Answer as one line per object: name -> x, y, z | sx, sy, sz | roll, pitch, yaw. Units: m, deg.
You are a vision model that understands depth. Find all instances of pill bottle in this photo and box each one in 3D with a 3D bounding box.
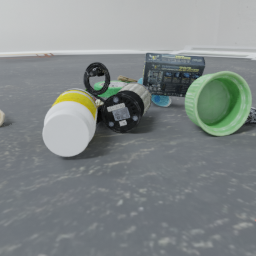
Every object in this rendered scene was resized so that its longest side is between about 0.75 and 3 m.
pill bottle -> -1.855, -0.256, 9.296 | 1.614, 1.614, 2.825 | -1, 19, -4

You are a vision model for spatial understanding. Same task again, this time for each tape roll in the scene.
tape roll -> -0.810, -2.319, 16.548 | 2.349, 0.565, 2.349 | 1, 20, 0

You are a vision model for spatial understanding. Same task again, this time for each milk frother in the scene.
milk frother -> -0.373, -1.409, 11.113 | 2.315, 2.565, 2.413 | 3, 20, 13

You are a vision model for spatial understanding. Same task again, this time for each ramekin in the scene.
ramekin -> 3.249, -0.942, 10.386 | 2.300, 2.300, 1.124 | -5, 13, -15

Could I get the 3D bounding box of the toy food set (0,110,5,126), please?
toy food set -> -6.458, -0.433, 10.945 | 2.718, 0.821, 1.950 | -15, 25, -35

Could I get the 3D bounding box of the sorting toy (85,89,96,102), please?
sorting toy -> -1.611, -1.318, 11.579 | 0.462, 0.769, 0.315 | -16, 27, -6

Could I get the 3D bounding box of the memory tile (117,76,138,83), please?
memory tile -> 0.174, -2.914, 17.573 | 1.693, 0.185, 2.208 | 15, 5, -6

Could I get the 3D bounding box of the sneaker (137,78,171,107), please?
sneaker -> 1.689, -1.828, 14.628 | 1.521, 0.927, 2.330 | 5, 32, -48

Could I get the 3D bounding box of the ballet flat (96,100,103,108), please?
ballet flat -> -1.401, -1.113, 13.338 | 0.518, 0.475, 1.508 | 5, 20, 18

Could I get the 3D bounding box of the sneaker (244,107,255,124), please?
sneaker -> 5.149, -0.420, 11.218 | 1.010, 0.669, 1.774 | -13, 18, -31

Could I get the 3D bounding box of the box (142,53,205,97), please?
box -> 1.965, -2.343, 12.670 | 2.579, 2.034, 0.658 | 3, 54, 0
